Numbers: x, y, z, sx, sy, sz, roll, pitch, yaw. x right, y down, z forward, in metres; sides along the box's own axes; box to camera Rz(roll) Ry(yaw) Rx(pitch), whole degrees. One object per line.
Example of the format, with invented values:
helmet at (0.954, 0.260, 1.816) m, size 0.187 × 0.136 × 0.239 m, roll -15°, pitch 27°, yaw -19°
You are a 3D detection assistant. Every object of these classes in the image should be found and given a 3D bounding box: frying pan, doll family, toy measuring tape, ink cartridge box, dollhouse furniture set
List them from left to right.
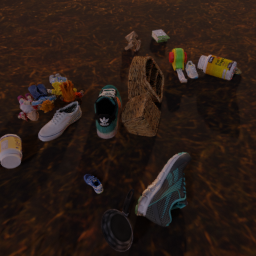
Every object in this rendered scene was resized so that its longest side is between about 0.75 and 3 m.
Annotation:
doll family at (-3.228, -1.366, 11.596) m, size 2.956 × 1.332 × 1.835 m, roll -23°, pitch 49°, yaw -22°
frying pan at (-0.260, 2.376, 7.531) m, size 1.134 × 1.875 × 0.305 m, roll 9°, pitch 9°, yaw 38°
dollhouse furniture set at (0.235, -4.687, 15.635) m, size 0.615 × 0.721 × 1.390 m, roll -27°, pitch 34°, yaw 31°
ink cartridge box at (1.910, -5.300, 16.341) m, size 0.620 × 0.354 × 1.195 m, roll -15°, pitch 46°, yaw -15°
toy measuring tape at (2.566, -3.277, 13.902) m, size 0.932 × 0.932 × 2.533 m, roll -3°, pitch 44°, yaw -3°

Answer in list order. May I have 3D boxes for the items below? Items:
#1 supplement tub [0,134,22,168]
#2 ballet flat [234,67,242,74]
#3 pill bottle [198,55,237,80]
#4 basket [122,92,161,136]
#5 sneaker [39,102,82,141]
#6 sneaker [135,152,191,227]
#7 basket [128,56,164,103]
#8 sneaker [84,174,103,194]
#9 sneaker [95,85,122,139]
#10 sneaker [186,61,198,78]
supplement tub at (-4.100, 0.807, 9.790) m, size 0.749 × 0.749 × 1.030 m, roll -13°, pitch 46°, yaw -13°
ballet flat at (5.042, -2.984, 13.929) m, size 1.243 × 0.439 × 0.439 m, roll 16°, pitch 47°, yaw 16°
pill bottle at (4.285, -2.966, 13.540) m, size 1.677 × 0.916 × 0.916 m, roll 23°, pitch 49°, yaw 22°
basket at (0.498, -0.419, 11.233) m, size 1.127 × 1.176 × 1.579 m, roll -18°, pitch 36°, yaw 30°
sneaker at (-2.684, -0.340, 10.960) m, size 0.774 × 0.751 × 2.120 m, roll 24°, pitch 49°, yaw 23°
sneaker at (1.382, 1.898, 8.632) m, size 1.207 × 1.027 × 2.646 m, roll 32°, pitch 60°, yaw 19°
basket at (0.881, -2.297, 12.473) m, size 1.513 × 1.450 × 2.031 m, roll 7°, pitch 45°, yaw 8°
sneaker at (-1.122, 1.742, 9.116) m, size 0.318 × 0.353 × 0.859 m, roll -36°, pitch 53°, yaw -29°
sneaker at (-0.770, -0.998, 11.329) m, size 1.051 × 1.176 × 2.944 m, roll -1°, pitch 44°, yaw -1°
sneaker at (3.133, -2.836, 13.741) m, size 0.436 × 0.460 × 1.139 m, roll -8°, pitch 46°, yaw -11°
